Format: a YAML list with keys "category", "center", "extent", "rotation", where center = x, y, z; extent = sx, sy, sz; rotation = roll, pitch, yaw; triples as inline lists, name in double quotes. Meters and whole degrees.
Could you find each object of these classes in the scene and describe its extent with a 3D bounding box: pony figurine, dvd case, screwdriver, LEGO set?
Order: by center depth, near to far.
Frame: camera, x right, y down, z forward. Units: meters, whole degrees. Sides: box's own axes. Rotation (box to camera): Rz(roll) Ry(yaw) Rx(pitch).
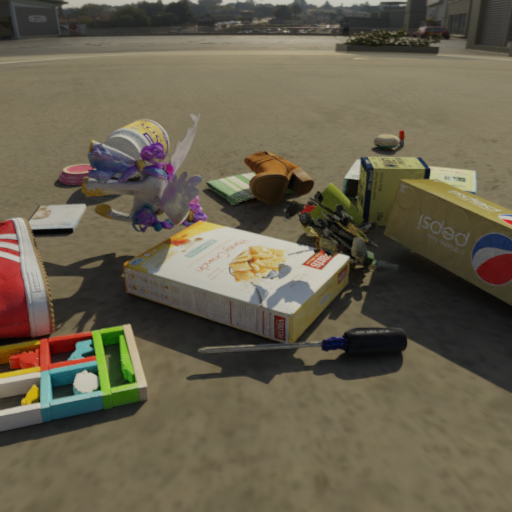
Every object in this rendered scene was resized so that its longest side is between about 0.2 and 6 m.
- category: "screwdriver"
  center: [0.676, 1.286, 7.724]
  extent: [2.927, 0.408, 0.426]
  rotation: [-6, 57, -9]
- category: "LEGO set"
  center: [1.396, -0.303, 10.052]
  extent: [3.089, 0.876, 2.006]
  rotation: [12, 31, -46]
- category: "pony figurine"
  center: [-1.940, -1.372, 10.628]
  extent: [2.516, 2.429, 2.095]
  rotation: [11, 57, -13]
- category: "dvd case"
  center: [-4.450, -0.822, 12.396]
  extent: [1.075, 0.132, 1.507]
  rotation: [-2, 26, -5]

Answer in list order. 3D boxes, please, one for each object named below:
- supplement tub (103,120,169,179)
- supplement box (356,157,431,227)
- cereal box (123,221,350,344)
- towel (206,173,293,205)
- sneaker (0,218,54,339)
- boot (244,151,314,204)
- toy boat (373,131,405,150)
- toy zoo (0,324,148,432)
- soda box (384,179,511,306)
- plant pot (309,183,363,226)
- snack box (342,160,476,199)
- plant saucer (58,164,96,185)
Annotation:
- category: "supplement tub"
  center: [-3.311, -2.915, 15.349]
  extent: [1.360, 1.360, 1.871]
  rotation: [6, 26, 11]
- category: "supplement box"
  center: [2.948, -1.403, 12.203]
  extent: [1.335, 1.336, 0.897]
  rotation: [1, 26, 1]
- category: "cereal box"
  center: [-0.286, 0.302, 9.434]
  extent: [3.159, 0.624, 2.273]
  rotation: [13, 28, 26]
- category: "towel"
  center: [0.001, -1.785, 14.259]
  extent: [2.095, 0.245, 1.598]
  rotation: [-15, 30, -24]
- category: "sneaker"
  center: [-4.379, 0.320, 8.831]
  extent: [1.814, 1.149, 3.226]
  rotation: [-9, 29, -26]
- category: "boot"
  center: [0.231, -2.003, 13.277]
  extent: [2.053, 0.787, 1.594]
  rotation: [-16, 46, -41]
- category: "toy boat"
  center: [4.400, -3.683, 18.094]
  extent: [1.071, 0.498, 0.901]
  rotation: [-21, 28, -23]
- category: "toy zoo"
  center: [-2.692, 1.565, 7.258]
  extent: [2.337, 0.239, 1.533]
  rotation: [-8, 27, -17]
- category: "soda box"
  center: [3.850, -0.239, 9.500]
  extent: [1.094, 1.158, 3.419]
  rotation: [-7, 29, -35]
- category: "plant pot"
  center: [1.687, -0.842, 11.602]
  extent: [0.994, 0.930, 0.930]
  rotation: [37, 35, 9]
- category: "snack box"
  center: [3.813, -1.777, 13.879]
  extent: [3.041, 0.564, 1.767]
  rotation: [9, 27, 18]
- category: "plant saucer"
  center: [-4.740, -2.221, 15.139]
  extent: [1.180, 0.299, 1.180]
  rotation: [0, 25, 0]
